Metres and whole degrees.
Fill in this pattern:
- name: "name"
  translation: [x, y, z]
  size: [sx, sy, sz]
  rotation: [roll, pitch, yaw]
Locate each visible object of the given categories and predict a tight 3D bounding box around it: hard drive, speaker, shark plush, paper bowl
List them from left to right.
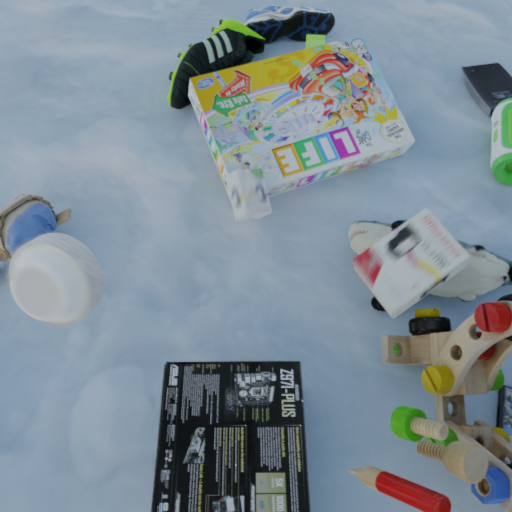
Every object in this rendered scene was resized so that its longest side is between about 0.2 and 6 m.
- name: "paper bowl"
  translation: [-2.799, 0.377, 7.649]
  size: [1.277, 1.277, 0.664]
  rotation: [15, 24, 11]
- name: "shark plush"
  translation: [3.304, -0.092, 9.322]
  size: [3.435, 1.560, 1.431]
  rotation: [-2, 22, 4]
- name: "hard drive"
  translation: [5.272, -3.702, 12.480]
  size: [1.040, 0.326, 1.542]
  rotation: [-9, 54, -7]
- name: "speaker"
  translation: [5.097, -2.301, 11.136]
  size: [0.831, 0.831, 1.878]
  rotation: [12, 54, 9]

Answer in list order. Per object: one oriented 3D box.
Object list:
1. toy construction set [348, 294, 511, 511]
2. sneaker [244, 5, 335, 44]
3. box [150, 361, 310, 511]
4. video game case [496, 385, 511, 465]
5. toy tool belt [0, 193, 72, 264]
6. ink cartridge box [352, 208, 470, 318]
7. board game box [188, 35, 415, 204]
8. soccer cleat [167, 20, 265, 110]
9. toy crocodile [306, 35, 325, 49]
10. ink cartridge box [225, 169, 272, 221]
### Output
- name: "toy construction set"
  translation: [2.419, 1.956, 7.340]
  size: [3.154, 2.424, 2.631]
  rotation: [-23, 97, -29]
- name: "sneaker"
  translation: [0.806, -5.817, 13.740]
  size: [2.262, 0.857, 0.871]
  rotation: [-3, 57, -4]
- name: "box"
  translation: [-0.306, 2.614, 7.296]
  size: [1.898, 0.998, 2.318]
  rotation: [-1, 53, -1]
- name: "video game case"
  translation: [4.087, 2.575, 7.849]
  size: [1.376, 0.175, 1.243]
  rotation: [15, 55, 11]
- name: "toy tool belt"
  translation: [-3.936, -0.229, 9.412]
  size: [1.082, 1.099, 1.760]
  rotation: [11, 54, 19]
- name: "ink cartridge box"
  translation: [2.181, 0.096, 7.959]
  size: [1.313, 0.544, 0.957]
  rotation: [-36, 68, 1]
- name: "board game box"
  translation: [0.876, -2.689, 10.943]
  size: [3.761, 0.644, 2.528]
  rotation: [-19, 79, -14]
- name: "soccer cleat"
  translation: [-0.846, -4.265, 12.498]
  size: [1.288, 1.073, 3.177]
  rotation: [26, 55, 9]
- name: "toy crocodile"
  translation: [1.219, -3.682, 11.951]
  size: [0.794, 0.726, 2.351]
  rotation: [7, 78, 1]
- name: "ink cartridge box"
  translation: [-0.126, -1.062, 9.714]
  size: [0.595, 0.359, 0.819]
  rotation: [-11, 88, -38]
